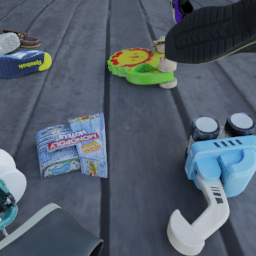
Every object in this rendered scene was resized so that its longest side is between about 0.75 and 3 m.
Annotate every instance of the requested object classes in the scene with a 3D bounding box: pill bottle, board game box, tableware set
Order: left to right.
[{"bbox_3d":[-3.160,0.833,5.843,2.172,1.206,1.206,25,43,29],"label":"pill bottle"},{"bbox_3d":[-1.239,0.497,6.811,1.876,0.579,1.875,-12,38,-16],"label":"board game box"},{"bbox_3d":[2.132,-3.368,11.406,2.549,0.296,2.129,4,3,12],"label":"tableware set"}]

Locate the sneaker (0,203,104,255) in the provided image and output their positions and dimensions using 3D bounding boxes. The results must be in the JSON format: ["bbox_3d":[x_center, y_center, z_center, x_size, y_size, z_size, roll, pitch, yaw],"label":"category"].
[{"bbox_3d":[-1.449,2.248,4.221,1.250,0.880,2.354,23,43,23],"label":"sneaker"}]

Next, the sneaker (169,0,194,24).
[{"bbox_3d":[1.481,-3.011,7.336,0.420,1.208,0.601,-46,60,2],"label":"sneaker"}]

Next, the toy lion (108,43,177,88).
[{"bbox_3d":[0.474,-2.401,10.613,2.538,0.909,2.648,-4,37,6],"label":"toy lion"}]

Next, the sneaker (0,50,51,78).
[{"bbox_3d":[-4.107,-2.478,10.675,2.215,0.819,0.911,-13,33,-25],"label":"sneaker"}]

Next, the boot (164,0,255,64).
[{"bbox_3d":[1.620,-1.182,3.897,1.937,0.750,1.340,-2,-6,43],"label":"boot"}]

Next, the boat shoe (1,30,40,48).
[{"bbox_3d":[-5.017,-4.161,12.998,1.901,0.668,0.669,8,36,9],"label":"boat shoe"}]

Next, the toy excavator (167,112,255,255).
[{"bbox_3d":[1.802,1.046,5.704,2.483,1.275,2.554,-7,46,-7],"label":"toy excavator"}]

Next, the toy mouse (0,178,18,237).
[{"bbox_3d":[-2.689,1.672,4.421,0.553,2.538,2.856,2,70,48],"label":"toy mouse"}]

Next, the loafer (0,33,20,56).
[{"bbox_3d":[-5.754,-3.218,11.597,0.962,0.964,2.757,7,33,30],"label":"loafer"}]
